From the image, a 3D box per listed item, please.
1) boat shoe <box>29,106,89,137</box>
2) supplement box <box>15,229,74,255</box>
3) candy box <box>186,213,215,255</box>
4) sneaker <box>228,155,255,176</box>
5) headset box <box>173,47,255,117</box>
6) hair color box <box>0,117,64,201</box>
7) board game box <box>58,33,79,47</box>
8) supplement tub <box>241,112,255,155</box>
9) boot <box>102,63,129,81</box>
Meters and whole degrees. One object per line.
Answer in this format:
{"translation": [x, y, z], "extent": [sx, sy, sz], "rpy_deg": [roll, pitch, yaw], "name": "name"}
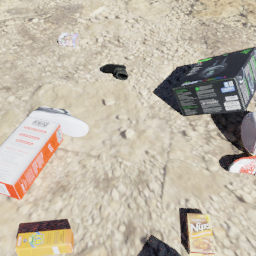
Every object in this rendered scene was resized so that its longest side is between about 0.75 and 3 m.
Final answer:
{"translation": [-2.384, -0.330, 10.095], "extent": [2.354, 0.844, 0.798], "rpy_deg": [10, 44, 21], "name": "boat shoe"}
{"translation": [-2.030, 2.835, 6.887], "extent": [1.331, 0.458, 0.443], "rpy_deg": [-6, 41, -3], "name": "supplement box"}
{"translation": [1.826, 2.709, 7.130], "extent": [0.595, 0.285, 1.031], "rpy_deg": [2, 43, 4], "name": "candy box"}
{"translation": [3.781, 1.258, 8.596], "extent": [1.294, 0.432, 0.694], "rpy_deg": [-12, 42, -17], "name": "sneaker"}
{"translation": [3.468, -1.762, 10.522], "extent": [2.414, 1.286, 2.773], "rpy_deg": [-3, 32, 44], "name": "headset box"}
{"translation": [-3.243, 0.837, 8.778], "extent": [1.330, 0.802, 2.620], "rpy_deg": [13, 45, 14], "name": "hair color box"}
{"translation": [-3.195, -4.758, 15.103], "extent": [0.921, 0.446, 0.734], "rpy_deg": [7, 43, 8], "name": "board game box"}
{"translation": [4.878, 0.132, 9.095], "extent": [1.986, 1.394, 1.394], "rpy_deg": [-2, 43, -2], "name": "supplement tub"}
{"translation": [-0.588, -2.529, 12.685], "extent": [1.197, 0.450, 0.895], "rpy_deg": [-4, 43, -5], "name": "boot"}
